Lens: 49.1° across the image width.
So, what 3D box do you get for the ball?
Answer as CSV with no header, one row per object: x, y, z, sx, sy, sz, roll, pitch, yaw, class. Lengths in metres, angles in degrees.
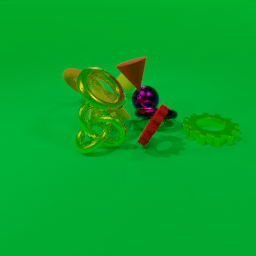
0.592,-0.975,9.535,0.954,0.954,0.954,0,27,0,ball

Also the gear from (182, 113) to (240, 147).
2.455,0.015,8.370,1.633,0.302,1.633,0,27,0,gear

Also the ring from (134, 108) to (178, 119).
0.873,-0.442,8.737,1.359,0.272,1.359,3,0,0,ring

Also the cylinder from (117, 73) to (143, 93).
0.053,-1.880,10.845,0.754,0.754,0.754,42,10,-10,cylinder

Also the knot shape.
-0.880,0.098,7.500,1.472,1.378,0.680,44,-1,9,knot shape

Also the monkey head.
-0.556,-0.643,8.409,1.302,1.810,1.091,-4,58,20,monkey head

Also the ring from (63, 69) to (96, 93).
-1.577,-1.564,10.015,1.617,1.617,0.323,16,72,28,ring

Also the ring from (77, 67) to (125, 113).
-0.722,-1.061,7.758,1.500,0.300,1.500,22,46,-25,ring

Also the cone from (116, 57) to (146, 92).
0.212,-1.459,8.033,0.901,0.904,0.901,-16,18,5,cone

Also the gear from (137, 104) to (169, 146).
0.658,-0.075,7.360,0.221,1.193,1.193,33,32,0,gear
